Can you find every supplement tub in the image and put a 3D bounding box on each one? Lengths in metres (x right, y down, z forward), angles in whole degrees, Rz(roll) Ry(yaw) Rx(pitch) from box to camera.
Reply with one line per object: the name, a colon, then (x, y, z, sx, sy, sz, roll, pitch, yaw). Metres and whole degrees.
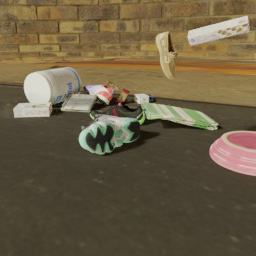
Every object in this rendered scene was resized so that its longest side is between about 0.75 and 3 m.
supplement tub: (-4.091, -2.336, 15.660, 1.888, 1.888, 2.862, 9, 21, 24)

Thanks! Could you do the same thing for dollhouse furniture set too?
dollhouse furniture set: (-0.663, -2.014, 15.593, 1.387, 0.746, 0.564, 31, 20, -5)

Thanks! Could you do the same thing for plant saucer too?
plant saucer: (3.805, 0.657, 8.566, 2.484, 0.630, 2.484, 1, 19, 0)

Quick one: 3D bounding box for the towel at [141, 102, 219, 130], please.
towel: (2.105, -0.554, 11.990, 2.902, 0.339, 2.213, 8, 18, -8)

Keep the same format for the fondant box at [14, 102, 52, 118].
fondant box: (-4.545, -0.883, 13.512, 1.598, 0.465, 1.153, -3, 18, -7)

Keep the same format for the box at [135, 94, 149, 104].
box: (0.783, -1.679, 16.014, 0.587, 0.410, 0.772, -6, 19, -18)

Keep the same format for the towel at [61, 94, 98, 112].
towel: (-2.519, -1.354, 14.507, 1.627, 0.281, 1.566, 3, 39, 12)

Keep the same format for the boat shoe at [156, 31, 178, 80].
boat shoe: (1.136, -1.979, 7.734, 0.419, 1.298, 0.462, -5, 23, 39)

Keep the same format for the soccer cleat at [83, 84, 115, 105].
soccer cleat: (-1.654, -2.086, 15.960, 0.910, 0.976, 2.667, 43, -7, -37)

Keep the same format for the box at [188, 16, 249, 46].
box: (2.787, -2.999, 8.694, 1.818, 0.352, 0.377, -6, 52, 29)

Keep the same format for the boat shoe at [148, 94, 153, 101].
boat shoe: (1.259, -1.794, 16.525, 0.383, 0.312, 0.910, -5, 19, -15)

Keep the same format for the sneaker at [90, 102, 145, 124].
sneaker: (-0.450, -0.670, 12.018, 2.345, 0.982, 0.900, 1, 18, 2)

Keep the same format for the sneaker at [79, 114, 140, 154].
sneaker: (-1.066, 0.118, 9.759, 1.925, 1.070, 2.751, 12, 12, 37)
